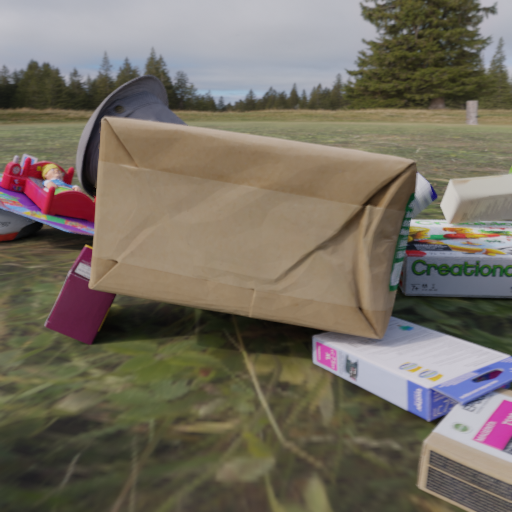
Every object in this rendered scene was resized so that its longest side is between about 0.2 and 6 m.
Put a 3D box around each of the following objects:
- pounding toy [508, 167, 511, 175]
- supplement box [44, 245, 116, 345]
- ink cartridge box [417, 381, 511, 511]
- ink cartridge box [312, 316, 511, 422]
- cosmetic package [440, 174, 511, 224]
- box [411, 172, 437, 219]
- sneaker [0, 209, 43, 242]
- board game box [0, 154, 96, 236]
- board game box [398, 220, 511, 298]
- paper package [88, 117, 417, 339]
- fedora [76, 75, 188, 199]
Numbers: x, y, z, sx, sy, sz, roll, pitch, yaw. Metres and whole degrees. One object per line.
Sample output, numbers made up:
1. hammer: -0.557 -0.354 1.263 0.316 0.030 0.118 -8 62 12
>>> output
1. pounding toy: 5.718 -0.880 9.914 2.544 1.181 1.964 20 -19 -21
2. supplement box: -1.841 0.395 6.156 0.537 0.681 1.041 26 12 -14
3. ink cartridge box: 1.721 1.326 3.771 0.871 0.397 1.057 14 23 37
4. ink cartridge box: 1.407 0.956 4.911 1.020 0.359 1.710 -10 12 -31
5. cosmetic package: 3.404 -0.844 8.295 1.148 0.604 0.408 -4 52 -6
6. box: 2.596 -1.092 9.987 0.474 0.903 0.831 37 17 -45
7. sneaker: -5.232 -0.999 9.583 2.876 1.541 0.960 -6 18 -20
8. board game box: -3.648 -1.235 10.016 3.454 0.673 2.729 19 11 3
9. board game box: 3.608 -0.004 7.880 3.409 0.590 2.152 1 16 4
10. paper package: 0.104 -0.476 6.503 3.079 1.671 3.230 9 9 8
11. fedora: -2.514 -2.429 12.814 1.460 2.860 3.234 30 51 18
